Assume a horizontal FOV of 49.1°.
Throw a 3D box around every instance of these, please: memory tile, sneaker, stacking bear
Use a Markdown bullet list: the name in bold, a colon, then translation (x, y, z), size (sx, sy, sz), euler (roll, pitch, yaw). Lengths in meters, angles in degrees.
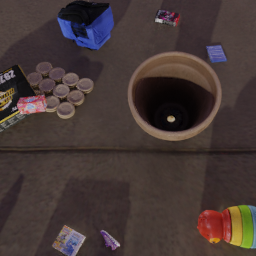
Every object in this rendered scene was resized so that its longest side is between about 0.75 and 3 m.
- **memory tile**: translation (-3.209, -1.695, 12.218), size (2.951, 0.248, 2.262), euler (24, 62, 13)
- **sneaker**: translation (-0.633, 3.631, 9.027), size (0.762, 0.306, 0.337), euler (37, 73, 19)
- **stacking bear**: translation (3.427, 3.122, 8.805), size (2.407, 1.462, 1.369), euler (1, 55, 8)

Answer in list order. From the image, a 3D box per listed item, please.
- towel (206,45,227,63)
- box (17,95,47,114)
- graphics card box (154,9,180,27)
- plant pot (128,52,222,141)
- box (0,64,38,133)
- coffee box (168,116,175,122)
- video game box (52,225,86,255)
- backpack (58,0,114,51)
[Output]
- **towel**: translation (4.232, -3.565, 13.406), size (0.767, 0.126, 1.060), euler (-6, 59, -4)
- **box**: translation (-2.914, -0.714, 8.542), size (0.778, 0.371, 0.388), euler (-7, 37, 1)
- **graphics card box**: translation (2.032, -5.731, 14.595), size (1.193, 0.303, 0.748), euler (16, 61, 10)
- **plant pot**: translation (1.515, -0.695, 9.437), size (2.827, 2.465, 2.827), euler (-3, 69, 7)
- **box**: translation (-5.198, -1.064, 11.417), size (2.820, 0.696, 2.252), euler (-32, 64, -10)
- **coffee box**: translation (1.968, -0.502, 11.202), size (1.303, 0.745, 0.519), euler (24, 54, 12)
- **video game box**: translation (-1.907, 3.675, 9.054), size (0.807, 0.189, 0.735), euler (23, 59, 13)
- **backpack**: translation (-2.071, -4.771, 13.077), size (2.271, 1.906, 1.845), euler (23, 55, 23)
